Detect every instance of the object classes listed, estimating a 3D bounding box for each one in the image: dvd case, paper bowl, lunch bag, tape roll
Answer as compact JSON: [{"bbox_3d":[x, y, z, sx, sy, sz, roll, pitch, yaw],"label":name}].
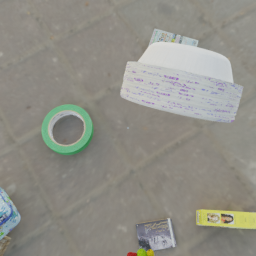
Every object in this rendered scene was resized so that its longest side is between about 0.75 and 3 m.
[{"bbox_3d":[0.735,2.823,7.382,0.964,0.077,0.717,-8,73,-3],"label":"dvd case"},{"bbox_3d":[1.092,-0.956,5.629,2.339,2.339,1.216,15,101,4],"label":"paper bowl"},{"bbox_3d":[-3.510,2.165,7.033,1.178,0.604,1.466,-41,53,-16],"label":"lunch bag"},{"bbox_3d":[-1.730,0.046,8.071,1.442,0.347,1.442,0,73,-1],"label":"tape roll"}]

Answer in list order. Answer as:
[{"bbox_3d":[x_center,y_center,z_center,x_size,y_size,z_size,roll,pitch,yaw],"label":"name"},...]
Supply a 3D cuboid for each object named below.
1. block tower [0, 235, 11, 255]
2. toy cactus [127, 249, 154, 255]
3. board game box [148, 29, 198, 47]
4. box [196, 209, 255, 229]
[{"bbox_3d":[-3.566,3.425,7.008,0.479,0.448,1.657,22,75,6],"label":"block tower"},{"bbox_3d":[0.546,2.352,4.336,0.978,0.606,1.185,-14,37,-15],"label":"toy cactus"},{"bbox_3d":[1.337,-2.368,8.734,1.431,0.460,1.056,18,73,4],"label":"board game box"},{"bbox_3d":[2.648,2.368,7.250,1.637,0.616,0.410,2,71,2],"label":"box"}]
